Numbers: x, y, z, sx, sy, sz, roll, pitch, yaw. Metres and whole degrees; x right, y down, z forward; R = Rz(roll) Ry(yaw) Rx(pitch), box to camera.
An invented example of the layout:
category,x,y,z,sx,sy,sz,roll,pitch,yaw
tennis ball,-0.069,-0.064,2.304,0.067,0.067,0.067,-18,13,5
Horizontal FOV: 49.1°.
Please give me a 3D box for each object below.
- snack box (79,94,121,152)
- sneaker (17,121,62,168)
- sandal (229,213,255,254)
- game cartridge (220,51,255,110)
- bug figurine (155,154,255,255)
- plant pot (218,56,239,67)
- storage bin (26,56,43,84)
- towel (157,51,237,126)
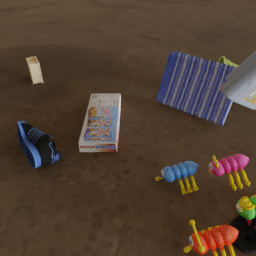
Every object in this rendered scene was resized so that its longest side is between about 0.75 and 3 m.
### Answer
category,x,y,z,sx,sy,sz,roll,pitch,yaw
snack box,-0.783,-0.283,8.623,1.039,0.351,2.889,0,34,1
sneaker,-2.404,0.372,7.457,0.747,0.672,1.918,-12,38,-31
sandal,2.607,1.744,5.524,1.833,0.413,0.688,-26,42,-33
game cartridge,1.934,-0.724,3.854,1.560,1.039,0.324,3,53,-54
bug figurine,1.774,1.323,5.665,2.056,0.682,2.651,-19,34,0
plant pot,3.768,-1.679,9.995,1.321,1.437,1.437,16,35,1
storage bin,-3.755,-2.324,11.248,0.405,0.864,0.857,-16,37,-18
towel,2.176,-1.355,9.017,2.521,1.825,0.301,25,15,33
